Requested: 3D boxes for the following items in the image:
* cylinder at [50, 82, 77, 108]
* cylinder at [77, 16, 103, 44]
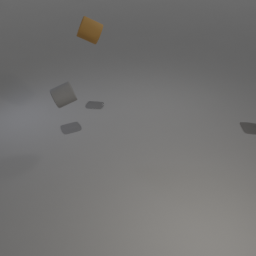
[{"bbox_3d":[-2.189,-1.127,9.542,0.700,0.700,0.700,-26,36,-4],"label":"cylinder"},{"bbox_3d":[-1.280,-3.275,9.399,0.700,0.700,0.700,20,28,-17],"label":"cylinder"}]
